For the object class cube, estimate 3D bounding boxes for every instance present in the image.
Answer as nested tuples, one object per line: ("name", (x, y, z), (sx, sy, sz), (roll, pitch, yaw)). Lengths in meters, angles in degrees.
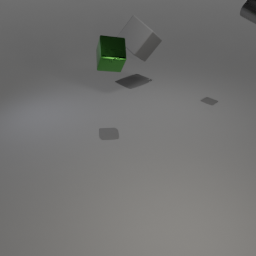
("cube", (0.563, -4.388, 13.854), (1.400, 1.400, 1.400), (46, 17, 19))
("cube", (-0.476, -2.037, 7.757), (0.700, 0.700, 0.700), (1, 71, -15))

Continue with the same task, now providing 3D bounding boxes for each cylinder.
("cylinder", (4.398, -4.083, 9.730), (0.700, 0.700, 0.700), (-27, 59, -38))
